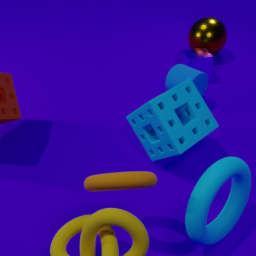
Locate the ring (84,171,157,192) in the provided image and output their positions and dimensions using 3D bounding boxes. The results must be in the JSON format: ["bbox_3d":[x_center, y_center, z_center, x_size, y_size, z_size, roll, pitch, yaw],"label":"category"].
[{"bbox_3d":[-0.110,0.813,4.216,1.095,1.095,0.219,-3,76,-3],"label":"ring"}]

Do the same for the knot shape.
[{"bbox_3d":[-0.419,1.931,4.035,1.491,0.689,1.395,-16,65,27],"label":"knot shape"}]

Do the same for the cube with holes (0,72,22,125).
[{"bbox_3d":[-3.228,-0.580,6.141,1.067,1.067,1.067,-14,0,18],"label":"cube with holes"}]

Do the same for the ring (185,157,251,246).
[{"bbox_3d":[1.538,1.230,4.672,1.576,1.576,0.315,-32,35,-28],"label":"ring"}]

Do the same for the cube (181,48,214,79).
[{"bbox_3d":[2.074,-1.913,8.472,0.734,0.734,0.734,-8,36,-4],"label":"cube"}]

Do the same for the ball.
[{"bbox_3d":[2.632,-3.022,9.307,1.287,1.287,1.287,0,45,0],"label":"ball"}]

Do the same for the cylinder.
[{"bbox_3d":[1.572,-1.210,7.513,0.816,0.816,0.816,-30,43,-26],"label":"cylinder"}]

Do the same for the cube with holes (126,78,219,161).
[{"bbox_3d":[0.913,-0.139,6.005,1.158,1.158,1.158,-31,90,-26],"label":"cube with holes"}]
